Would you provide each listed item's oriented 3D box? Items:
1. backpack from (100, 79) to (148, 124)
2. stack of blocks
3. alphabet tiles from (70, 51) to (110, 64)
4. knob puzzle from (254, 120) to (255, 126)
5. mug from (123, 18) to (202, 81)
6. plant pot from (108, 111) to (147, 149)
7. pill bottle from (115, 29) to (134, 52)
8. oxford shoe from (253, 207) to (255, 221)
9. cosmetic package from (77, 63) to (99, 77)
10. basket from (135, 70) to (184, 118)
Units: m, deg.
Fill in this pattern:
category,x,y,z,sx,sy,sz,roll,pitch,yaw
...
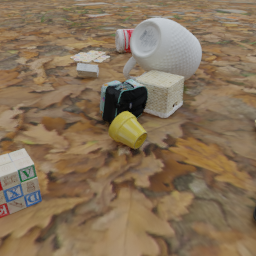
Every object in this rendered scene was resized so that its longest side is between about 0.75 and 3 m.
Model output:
category,x,y,z,sx,sy,sz,roll,pitch,yaw
backpack,-0.116,-0.827,8.524,1.457,1.281,1.117,-20,39,-37
stack of blocks,-2.881,1.146,5.162,2.258,1.300,0.661,-18,36,-29
alphabet tiles,-1.940,-3.655,14.391,1.801,0.134,1.841,13,34,21
knob puzzle,4.481,0.152,7.833,2.033,0.282,2.033,0,31,0
mug,1.034,-2.694,10.506,2.491,2.841,2.097,5,51,-55
plant pot,0.050,0.113,7.446,0.801,0.851,0.851,37,45,26
pill bottle,0.454,-4.782,15.250,2.133,1.198,1.198,-7,31,-11
oxford shoe,2.974,1.349,5.454,1.600,0.675,0.581,-26,41,-34
cosmetic package,-1.686,-2.432,11.790,0.863,0.487,0.350,6,74,0
basket,1.040,-1.165,9.300,1.335,1.073,1.323,20,35,27
